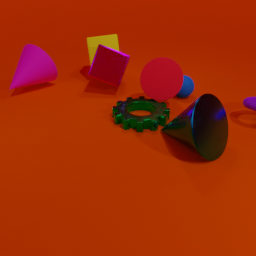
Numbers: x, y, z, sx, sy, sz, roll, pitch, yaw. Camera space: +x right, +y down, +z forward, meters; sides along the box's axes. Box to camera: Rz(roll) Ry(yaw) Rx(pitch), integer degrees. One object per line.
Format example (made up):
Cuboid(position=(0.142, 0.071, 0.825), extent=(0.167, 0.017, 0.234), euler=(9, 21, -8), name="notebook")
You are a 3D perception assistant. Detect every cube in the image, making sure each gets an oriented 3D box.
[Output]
Cuboid(position=(-0.970, -3.034, 11.501), extent=(1.206, 1.206, 1.206), euler=(-8, 5, -2), name="cube")
Cuboid(position=(-0.667, -2.280, 10.311), extent=(1.171, 1.171, 1.171), euler=(21, 11, -4), name="cube")

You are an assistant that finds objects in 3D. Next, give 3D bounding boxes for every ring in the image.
Cuboid(position=(4.059, -0.674, 8.255), extent=(1.261, 0.252, 1.261), euler=(4, 19, -1), name="ring")

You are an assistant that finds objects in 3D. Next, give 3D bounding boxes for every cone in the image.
Cuboid(position=(-3.747, -1.920, 10.266), extent=(1.626, 1.626, 1.632), euler=(18, 54, 26), name="cone")
Cuboid(position=(1.240, -1.618, 9.710), extent=(1.399, 1.399, 1.404), euler=(8, 5, 13), name="cone")
Cuboid(position=(1.511, 0.020, 7.532), extent=(1.675, 1.669, 1.669), euler=(-5, 20, 47), name="cone")

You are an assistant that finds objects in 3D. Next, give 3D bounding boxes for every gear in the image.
Cuboid(position=(0.406, -0.476, 8.793), extent=(1.765, 0.326, 1.765), euler=(0, 32, 0), name="gear")

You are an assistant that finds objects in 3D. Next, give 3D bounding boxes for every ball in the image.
Cuboid(position=(1.954, -1.477, 9.965), extent=(0.792, 0.792, 0.792), euler=(0, 32, 0), name="ball")
